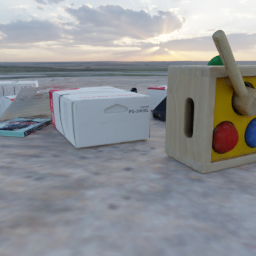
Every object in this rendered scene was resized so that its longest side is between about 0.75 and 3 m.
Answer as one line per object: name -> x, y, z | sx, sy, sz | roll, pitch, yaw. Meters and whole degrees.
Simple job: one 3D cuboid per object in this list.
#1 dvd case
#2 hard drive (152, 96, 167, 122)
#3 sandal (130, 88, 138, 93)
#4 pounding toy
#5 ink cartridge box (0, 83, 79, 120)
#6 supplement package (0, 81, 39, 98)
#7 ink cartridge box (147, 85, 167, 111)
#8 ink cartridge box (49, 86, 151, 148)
dvd case -> -3.303, -0.063, 8.651 | 1.282, 0.193, 1.756 | 3, 14, 12
hard drive -> 1.766, -0.704, 9.556 | 1.263, 0.396, 1.872 | -46, 32, -24
sandal -> 0.258, -1.678, 14.482 | 0.332, 0.590, 1.553 | 3, 25, 16
pounding toy -> 1.936, -0.512, 5.583 | 2.323, 2.524, 1.794 | -7, 16, -26
ink cartridge box -> -3.181, -1.090, 9.595 | 2.055, 0.635, 2.534 | -13, -14, -42
supplement package -> -4.764, -1.298, 11.524 | 2.042, 1.198, 1.193 | -3, 14, -13
ink cartridge box -> 2.218, -1.288, 11.825 | 1.785, 1.008, 2.432 | 11, 19, 41
ink cartridge box -> -0.924, -0.457, 8.073 | 2.112, 1.212, 2.908 | -6, 15, -24
